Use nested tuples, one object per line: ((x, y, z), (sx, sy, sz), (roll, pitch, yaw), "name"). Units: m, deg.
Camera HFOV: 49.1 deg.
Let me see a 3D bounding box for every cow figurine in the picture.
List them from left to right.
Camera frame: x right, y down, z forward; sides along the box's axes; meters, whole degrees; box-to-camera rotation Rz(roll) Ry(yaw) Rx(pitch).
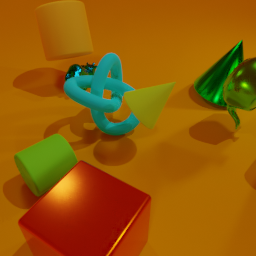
((-1.369, -1.644, 8.331), (0.610, 1.110, 1.093), (7, 72, 21), "cow figurine")

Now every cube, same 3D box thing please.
((-0.565, 1.591, 4.277), (1.344, 1.344, 1.344), (23, 46, 24), "cube")

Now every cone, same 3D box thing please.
((0.597, -0.648, 5.810), (0.979, 0.976, 0.976), (-37, 39, 19), "cone")
((2.804, -1.675, 7.673), (1.572, 1.578, 1.572), (6, 42, -6), "cone")

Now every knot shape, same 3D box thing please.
((-0.470, -0.934, 6.770), (1.971, 0.911, 1.845), (31, 56, -28), "knot shape")

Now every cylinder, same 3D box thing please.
((-1.609, 0.719, 5.565), (0.926, 0.926, 0.926), (-30, 49, -30), "cylinder")
((-1.799, -2.730, 7.997), (1.390, 1.390, 1.390), (-10, 13, 2), "cylinder")

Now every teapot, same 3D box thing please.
((2.860, -0.879, 6.479), (1.298, 2.088, 1.022), (-17, 55, -40), "teapot")
